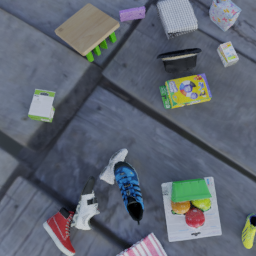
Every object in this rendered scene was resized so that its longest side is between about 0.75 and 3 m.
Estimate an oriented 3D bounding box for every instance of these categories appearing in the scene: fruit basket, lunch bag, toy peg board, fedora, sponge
[{"bbox_3d":[2.238,2.860,9.957,1.904,0.963,2.055,-8,91,-2],"label":"fruit basket"},{"bbox_3d":[4.015,-4.887,11.801,0.757,1.010,1.191,-44,78,-8],"label":"lunch bag"},{"bbox_3d":[-1.616,-3.880,11.715,1.975,0.966,1.967,-43,64,-12],"label":"toy peg board"},{"bbox_3d":[2.063,-2.639,11.170,1.796,1.796,0.820,-12,108,-3],"label":"fedora"},{"bbox_3d":[0.184,-4.877,12.009,1.092,0.609,0.163,-11,78,-3],"label":"sponge"}]

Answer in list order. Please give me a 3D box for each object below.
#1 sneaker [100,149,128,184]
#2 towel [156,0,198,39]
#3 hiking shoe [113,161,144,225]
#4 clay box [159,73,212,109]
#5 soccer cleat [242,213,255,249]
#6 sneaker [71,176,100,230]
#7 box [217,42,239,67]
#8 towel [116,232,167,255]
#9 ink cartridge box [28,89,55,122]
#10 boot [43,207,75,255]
[{"bbox_3d":[-0.398,1.451,10.448,0.729,0.572,1.467,41,73,-13],"label":"sneaker"},{"bbox_3d":[2.088,-4.685,11.927,1.388,0.717,1.677,-15,74,-6],"label":"towel"},{"bbox_3d":[0.121,2.144,9.553,0.809,0.942,2.173,-22,105,0],"label":"hiking shoe"},{"bbox_3d":[2.276,-1.460,11.192,1.862,0.443,1.070,-12,75,-4],"label":"clay box"},{"bbox_3d":[4.297,3.599,9.828,0.394,0.510,1.220,16,76,4],"label":"soccer cleat"},{"bbox_3d":[-1.348,2.684,10.008,0.841,0.704,1.899,15,85,4],"label":"sneaker"},{"bbox_3d":[4.128,-3.056,11.614,0.488,0.440,0.868,-18,76,-6],"label":"box"},{"bbox_3d":[0.285,5.091,9.504,2.592,0.388,1.896,-31,78,-8],"label":"towel"},{"bbox_3d":[-3.335,-0.880,11.050,0.851,0.436,1.152,9,74,3],"label":"ink cartridge box"},{"bbox_3d":[-2.105,3.589,9.835,1.095,0.550,1.518,-40,75,-11],"label":"boot"}]
